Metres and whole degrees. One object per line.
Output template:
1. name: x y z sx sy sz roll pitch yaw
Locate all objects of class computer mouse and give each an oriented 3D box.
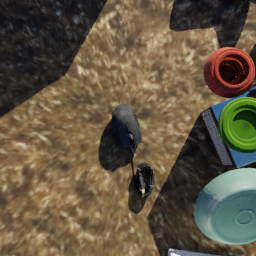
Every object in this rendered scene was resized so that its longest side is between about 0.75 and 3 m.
1. computer mouse: 0.150 0.577 7.375 0.745 0.433 2.543 -18 85 -3

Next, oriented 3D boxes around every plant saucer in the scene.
1. plant saucer: 2.736 2.030 6.732 2.240 0.403 2.240 -2 112 -4

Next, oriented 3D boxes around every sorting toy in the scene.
1. sorting toy: 2.170 -0.553 5.562 1.243 0.849 2.069 -11 87 -2

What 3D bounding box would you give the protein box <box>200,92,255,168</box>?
1. protein box: 2.968 -0.004 7.100 1.583 1.076 1.594 -21 85 -2

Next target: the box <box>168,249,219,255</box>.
1. box: 2.149 4.426 6.340 2.593 1.695 2.579 6 84 1

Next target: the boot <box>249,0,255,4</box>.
1. boot: 2.693 -3.977 7.751 1.698 0.616 1.544 -12 70 -8
